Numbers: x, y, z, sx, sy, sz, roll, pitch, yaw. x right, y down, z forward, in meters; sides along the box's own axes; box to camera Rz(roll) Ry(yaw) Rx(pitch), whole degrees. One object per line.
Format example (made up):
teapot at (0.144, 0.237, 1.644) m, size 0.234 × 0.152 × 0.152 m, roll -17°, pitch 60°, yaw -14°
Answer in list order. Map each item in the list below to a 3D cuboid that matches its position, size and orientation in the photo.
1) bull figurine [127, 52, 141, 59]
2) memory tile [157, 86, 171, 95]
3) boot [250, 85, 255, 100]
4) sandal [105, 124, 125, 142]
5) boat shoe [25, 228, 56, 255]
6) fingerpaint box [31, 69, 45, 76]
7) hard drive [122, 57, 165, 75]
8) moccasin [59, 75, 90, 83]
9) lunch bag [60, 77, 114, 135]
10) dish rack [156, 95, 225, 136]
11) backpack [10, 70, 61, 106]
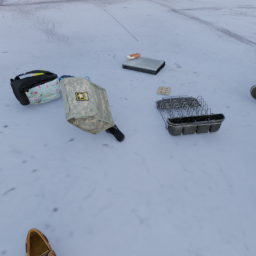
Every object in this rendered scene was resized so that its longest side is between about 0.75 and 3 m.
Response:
bull figurine at (0.305, -4.265, 16.574) m, size 0.884 × 0.288 × 0.537 m, roll -13°, pitch 37°, yaw -16°
memory tile at (1.796, -1.866, 13.986) m, size 0.638 × 0.070 × 0.833 m, roll 9°, pitch 37°, yaw 13°
boot at (6.749, -1.930, 13.420) m, size 2.382 × 0.860 × 1.799 m, roll 4°, pitch 33°, yaw -5°
sandal at (-0.553, 0.106, 10.834) m, size 1.172 × 0.446 × 0.251 m, roll 36°, pitch 9°, yaw 39°
boat shoe at (-1.927, 3.157, 6.352) m, size 0.726 × 0.681 × 2.018 m, roll -19°, pitch 39°, yaw -25°
fingerpaint box at (-4.785, -2.803, 15.072) m, size 0.765 × 0.336 × 0.917 m, roll -13°, pitch 37°, yaw -18°
hard drive at (0.936, -3.678, 16.299) m, size 2.126 × 0.350 × 1.484 m, roll 16°, pitch 38°, yaw 21°
moccasin at (-2.292, -2.022, 13.235) m, size 1.008 × 1.190 × 2.957 m, roll -27°, pitch 44°, yaw -30°
lunch bag at (-1.576, -0.847, 10.281) m, size 1.182 × 2.010 × 1.649 m, roll -27°, pitch 65°, yaw 25°
dish rack at (2.417, -0.748, 11.792) m, size 2.262 × 0.804 × 2.949 m, roll -4°, pitch 35°, yaw -7°
backpack at (-4.133, -1.830, 12.860) m, size 2.051 × 1.298 × 1.711 m, roll -24°, pitch 43°, yaw -27°
